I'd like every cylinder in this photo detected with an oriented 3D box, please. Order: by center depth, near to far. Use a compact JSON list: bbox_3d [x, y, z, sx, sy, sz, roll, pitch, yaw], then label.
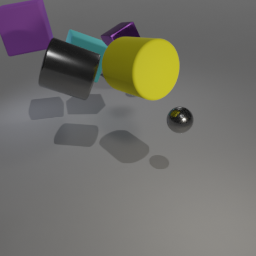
[{"bbox_3d":[0.289,-1.497,6.901,1.400,1.400,1.400,-21,28,-30],"label":"cylinder"},{"bbox_3d":[-1.652,-1.648,7.956,1.400,1.400,1.400,17,29,-14],"label":"cylinder"}]

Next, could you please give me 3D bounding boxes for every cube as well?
[{"bbox_3d":[-3.333,-3.312,9.150,1.400,1.400,1.400,-13,30,-5],"label":"cube"},{"bbox_3d":[-1.716,-2.773,10.768,1.400,1.400,1.400,13,23,-23],"label":"cube"},{"bbox_3d":[-0.284,-4.387,14.192,1.400,1.400,1.400,-37,30,-12],"label":"cube"}]

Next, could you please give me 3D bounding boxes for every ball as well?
[{"bbox_3d":[1.360,-0.210,7.337,0.700,0.700,0.700,0,32,0],"label":"ball"}]
